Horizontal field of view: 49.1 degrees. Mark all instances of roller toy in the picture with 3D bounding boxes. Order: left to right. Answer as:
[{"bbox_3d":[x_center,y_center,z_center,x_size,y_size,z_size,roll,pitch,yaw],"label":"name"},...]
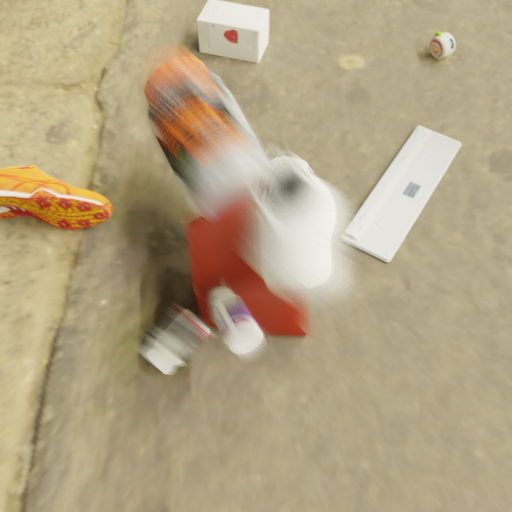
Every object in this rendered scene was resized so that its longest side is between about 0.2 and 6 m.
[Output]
[{"bbox_3d":[4.109,-4.629,12.347,0.386,0.552,0.504,-28,69,-15],"label":"roller toy"}]

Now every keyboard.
[{"bbox_3d":[2.724,-1.243,10.266,0.936,0.177,3.327,31,61,13],"label":"keyboard"}]

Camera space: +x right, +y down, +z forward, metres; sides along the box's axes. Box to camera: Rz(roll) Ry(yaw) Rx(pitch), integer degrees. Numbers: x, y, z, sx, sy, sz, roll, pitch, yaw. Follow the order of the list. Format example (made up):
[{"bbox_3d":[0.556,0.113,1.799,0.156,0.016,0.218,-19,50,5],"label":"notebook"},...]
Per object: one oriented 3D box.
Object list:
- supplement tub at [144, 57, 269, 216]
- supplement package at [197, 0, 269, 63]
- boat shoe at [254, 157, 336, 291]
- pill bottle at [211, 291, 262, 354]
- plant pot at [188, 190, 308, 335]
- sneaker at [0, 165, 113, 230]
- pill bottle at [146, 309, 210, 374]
[{"bbox_3d":[-0.784,-1.819,8.564,1.355,1.355,2.212,-24,75,-16],"label":"supplement tub"},{"bbox_3d":[-0.492,-4.958,12.361,1.399,0.848,0.838,13,57,9],"label":"supplement package"},{"bbox_3d":[0.371,-0.619,6.292,0.966,0.919,2.683,-2,27,12],"label":"boat shoe"},{"bbox_3d":[-0.281,0.824,7.185,0.454,0.454,0.815,-20,43,-13],"label":"pill bottle"},{"bbox_3d":[-0.136,0.171,8.354,1.543,1.750,1.749,-9,56,-1],"label":"plant pot"},{"bbox_3d":[-3.750,-1.133,9.668,2.706,0.988,1.044,10,57,6],"label":"sneaker"},{"bbox_3d":[-1.155,1.267,8.238,0.519,0.519,0.895,40,79,24],"label":"pill bottle"}]
